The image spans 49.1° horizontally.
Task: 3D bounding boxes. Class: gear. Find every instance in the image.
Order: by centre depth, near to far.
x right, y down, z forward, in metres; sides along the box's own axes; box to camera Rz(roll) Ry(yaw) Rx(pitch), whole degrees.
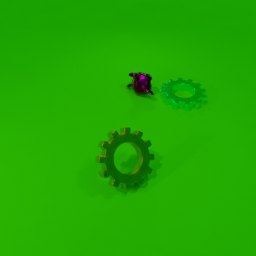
[{"bbox_3d":[-0.051,0.759,7.045,1.519,1.519,0.281,-29,10,-26],"label":"gear"},{"bbox_3d":[1.921,-1.198,9.795,1.536,0.284,1.536,0,44,0],"label":"gear"}]

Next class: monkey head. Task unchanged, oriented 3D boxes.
[{"bbox_3d":[0.367,-1.549,9.715,1.279,0.771,0.920,24,19,40],"label":"monkey head"}]
